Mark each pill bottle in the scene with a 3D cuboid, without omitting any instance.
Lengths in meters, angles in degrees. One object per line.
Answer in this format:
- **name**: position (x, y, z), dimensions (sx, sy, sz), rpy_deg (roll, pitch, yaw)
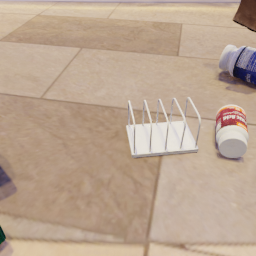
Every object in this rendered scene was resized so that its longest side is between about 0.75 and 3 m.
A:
- **pill bottle**: position (2.834, 0.079, 7.664), dimensions (0.829, 0.829, 1.452), rpy_deg (9, 40, 10)
- **pill bottle**: position (4.506, -2.319, 10.305), dimensions (2.066, 1.195, 1.195), rpy_deg (30, 48, 31)

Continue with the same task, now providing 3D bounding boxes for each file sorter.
- **file sorter**: position (0.930, -0.087, 7.643), dimensions (1.820, 1.133, 1.263), rpy_deg (-4, 40, -6)

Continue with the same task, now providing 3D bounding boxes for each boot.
- **boot**: position (3.705, -4.127, 8.510), dimensions (2.141, 1.781, 0.775), rpy_deg (32, 15, 2)

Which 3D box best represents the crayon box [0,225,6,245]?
- **crayon box**: position (-3.729, 2.266, 4.710), dimensions (1.587, 0.778, 2.672), rpy_deg (33, 52, 18)
